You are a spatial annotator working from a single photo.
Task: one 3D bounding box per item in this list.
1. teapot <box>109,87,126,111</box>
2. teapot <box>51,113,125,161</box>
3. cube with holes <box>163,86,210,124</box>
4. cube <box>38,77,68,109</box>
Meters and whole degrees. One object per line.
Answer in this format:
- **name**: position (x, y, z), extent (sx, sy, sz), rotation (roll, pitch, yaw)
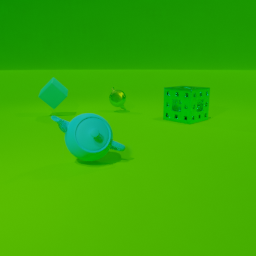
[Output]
- **teapot**: position (-0.376, -1.163, 11.319), extent (0.690, 1.111, 0.544), rotation (-29, -1, 15)
- **teapot**: position (-0.763, 0.134, 5.392), extent (1.532, 0.953, 0.750), rotation (23, -17, -14)
- **cube with holes**: position (2.025, -0.841, 9.734), extent (1.125, 1.125, 1.125), rotation (-12, 18, -42)
- **cube**: position (-2.769, -1.294, 10.448), extent (0.739, 0.739, 0.739), rotation (42, 13, -24)
